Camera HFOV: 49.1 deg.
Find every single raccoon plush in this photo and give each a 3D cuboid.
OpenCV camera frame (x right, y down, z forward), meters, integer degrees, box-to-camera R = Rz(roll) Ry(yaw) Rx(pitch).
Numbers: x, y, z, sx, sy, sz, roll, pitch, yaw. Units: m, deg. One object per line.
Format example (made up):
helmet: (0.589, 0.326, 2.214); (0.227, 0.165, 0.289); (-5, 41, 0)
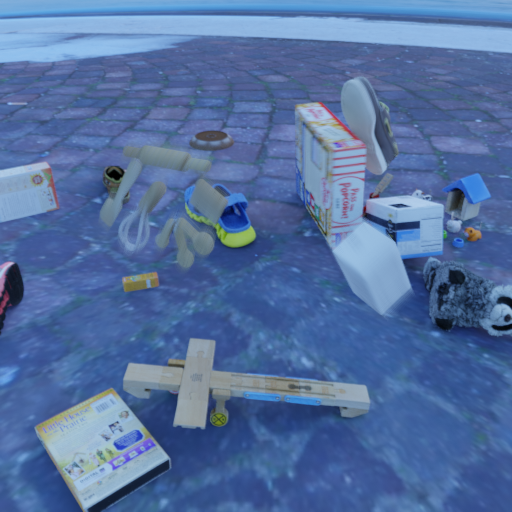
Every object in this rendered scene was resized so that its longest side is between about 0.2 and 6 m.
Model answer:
raccoon plush: (4.000, 0.574, 10.028); (1.568, 1.132, 2.340); (11, 32, 4)

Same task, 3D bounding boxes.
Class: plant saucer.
plant saucer: (-1.414, -3.691, 17.731); (1.442, 0.264, 1.442); (0, 30, 0)

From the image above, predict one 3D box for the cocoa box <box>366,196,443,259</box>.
cocoa box: (3.027, -0.608, 11.553); (1.041, 1.025, 1.562); (-6, 14, -9)

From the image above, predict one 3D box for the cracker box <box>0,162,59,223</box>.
cracker box: (-5.646, -1.497, 13.287); (1.654, 1.108, 0.477); (-17, 35, -26)

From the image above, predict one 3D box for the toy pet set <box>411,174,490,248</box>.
toy pet set: (4.601, -1.218, 12.959); (1.729, 0.983, 1.852); (-19, 37, -28)

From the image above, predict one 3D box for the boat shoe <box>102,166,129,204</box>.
boat shoe: (-3.625, -2.040, 14.610); (0.703, 0.665, 1.955); (-12, 33, -18)

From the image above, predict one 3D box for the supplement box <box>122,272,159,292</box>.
supplement box: (-2.240, 0.507, 10.855); (0.674, 0.232, 0.224); (-11, 31, -13)

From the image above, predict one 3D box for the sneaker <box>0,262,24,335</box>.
sneaker: (-4.841, 0.751, 9.919); (0.921, 0.782, 2.123); (-1, 32, 1)

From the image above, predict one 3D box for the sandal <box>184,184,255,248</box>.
sandal: (-0.848, -1.182, 12.826); (0.999, 1.094, 2.513); (-22, 36, -29)

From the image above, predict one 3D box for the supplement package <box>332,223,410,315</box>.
supplement package: (1.616, 0.195, 7.770); (0.634, 1.115, 0.611); (-41, 48, -7)

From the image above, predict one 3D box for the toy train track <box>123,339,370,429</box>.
toy train track: (-0.142, 2.047, 8.110); (3.479, 0.566, 1.995); (5, 24, -2)

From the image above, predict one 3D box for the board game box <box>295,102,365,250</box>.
board game box: (1.588, -1.908, 12.781); (0.712, 2.329, 3.075); (-8, 33, -8)

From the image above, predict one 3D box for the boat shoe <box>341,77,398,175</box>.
boat shoe: (2.401, -2.748, 11.569); (0.686, 2.305, 0.828); (-42, 41, -14)

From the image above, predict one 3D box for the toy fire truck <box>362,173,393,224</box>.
toy fire truck: (2.994, -1.205, 12.794); (0.989, 1.124, 0.723); (22, 39, 33)

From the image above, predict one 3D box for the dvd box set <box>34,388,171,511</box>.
dvd box set: (-2.069, 2.552, 7.475); (1.190, 0.239, 1.627); (-23, 39, -33)

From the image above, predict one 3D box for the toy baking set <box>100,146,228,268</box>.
toy baking set: (-1.901, -0.970, 10.608); (2.969, 2.279, 0.345); (18, 27, 22)
